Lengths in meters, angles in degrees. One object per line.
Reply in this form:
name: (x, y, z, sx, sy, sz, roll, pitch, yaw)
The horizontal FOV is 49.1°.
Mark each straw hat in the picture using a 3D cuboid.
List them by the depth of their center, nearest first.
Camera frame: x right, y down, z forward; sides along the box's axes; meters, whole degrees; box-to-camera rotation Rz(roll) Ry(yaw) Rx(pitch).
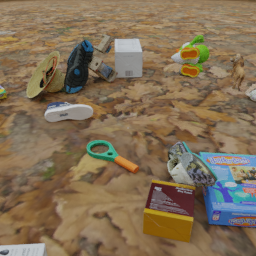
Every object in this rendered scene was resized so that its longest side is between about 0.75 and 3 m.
straw hat: (-3.773, -2.377, 13.867, 1.124, 2.656, 2.656, 31, 10, -39)

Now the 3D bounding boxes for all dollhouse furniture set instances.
dollhouse furniture set: (-1.127, -3.744, 15.140, 1.366, 1.950, 1.374, 36, 4, 43)

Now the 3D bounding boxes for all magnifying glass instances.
magnifying glass: (-0.547, 0.956, 9.608, 2.208, 0.247, 0.879, 26, 40, 34)

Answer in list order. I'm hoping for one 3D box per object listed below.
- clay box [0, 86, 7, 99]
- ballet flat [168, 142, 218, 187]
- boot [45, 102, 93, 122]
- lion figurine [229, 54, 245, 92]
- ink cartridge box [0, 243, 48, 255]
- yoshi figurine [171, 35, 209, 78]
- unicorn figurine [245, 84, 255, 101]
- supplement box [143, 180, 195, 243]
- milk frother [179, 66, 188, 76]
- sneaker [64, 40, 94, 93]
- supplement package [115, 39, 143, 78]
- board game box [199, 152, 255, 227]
clay box: (-6.801, -1.771, 13.742, 1.157, 0.479, 2.013, -22, 38, -32)
ballet flat: (1.688, 1.166, 8.115, 1.041, 1.041, 2.896, -1, 9, -2)
boot: (-2.512, -0.831, 11.977, 2.018, 0.734, 0.911, -5, 37, -6)
lion figurine: (4.422, -2.230, 11.165, 0.548, 0.926, 1.512, 5, 45, -5)
ink cartridge box: (-2.821, 3.226, 5.222, 2.377, 0.995, 1.715, -2, 32, -3)
yoshi figurine: (2.736, -2.908, 11.274, 1.402, 1.407, 2.504, 43, 28, -10)
unicorn figurine: (6.466, -1.397, 12.986, 1.553, 0.835, 2.261, -28, 26, -22)
supplement box: (1.080, 2.098, 7.231, 1.179, 0.794, 1.196, 7, 33, 12)
milk frother: (3.486, -3.318, 16.283, 0.762, 0.731, 0.810, 19, -6, 27)
sneaker: (-2.679, -3.103, 14.637, 1.224, 1.094, 2.987, -5, 62, 47)
supplement package: (-0.007, -4.213, 16.682, 1.569, 1.511, 2.759, -1, 32, -2)
board game box: (3.137, 1.683, 8.106, 1.905, 0.563, 2.504, 3, 32, 5)
